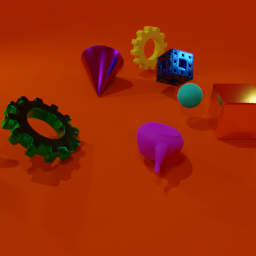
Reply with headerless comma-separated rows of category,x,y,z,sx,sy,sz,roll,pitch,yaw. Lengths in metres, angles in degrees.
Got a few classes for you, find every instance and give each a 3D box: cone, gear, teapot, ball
cone,-0.962,-1.740,9.785,1.568,1.568,1.574,2,61,3
gear,0.838,-3.092,10.911,1.608,1.608,0.297,-24,32,-30
teapot,0.714,0.419,6.594,1.121,0.883,1.803,15,18,-2
ball,1.758,-0.908,7.936,0.703,0.703,0.703,0,35,0
gear,-2.047,0.004,6.776,1.868,0.345,1.868,32,27,-19

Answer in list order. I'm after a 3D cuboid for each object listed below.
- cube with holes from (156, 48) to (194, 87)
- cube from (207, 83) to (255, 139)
cube with holes,1.576,-2.021,9.482,0.889,0.889,0.889,8,-11,-26
cube,2.931,-0.472,7.680,1.133,1.133,1.133,1,35,1
